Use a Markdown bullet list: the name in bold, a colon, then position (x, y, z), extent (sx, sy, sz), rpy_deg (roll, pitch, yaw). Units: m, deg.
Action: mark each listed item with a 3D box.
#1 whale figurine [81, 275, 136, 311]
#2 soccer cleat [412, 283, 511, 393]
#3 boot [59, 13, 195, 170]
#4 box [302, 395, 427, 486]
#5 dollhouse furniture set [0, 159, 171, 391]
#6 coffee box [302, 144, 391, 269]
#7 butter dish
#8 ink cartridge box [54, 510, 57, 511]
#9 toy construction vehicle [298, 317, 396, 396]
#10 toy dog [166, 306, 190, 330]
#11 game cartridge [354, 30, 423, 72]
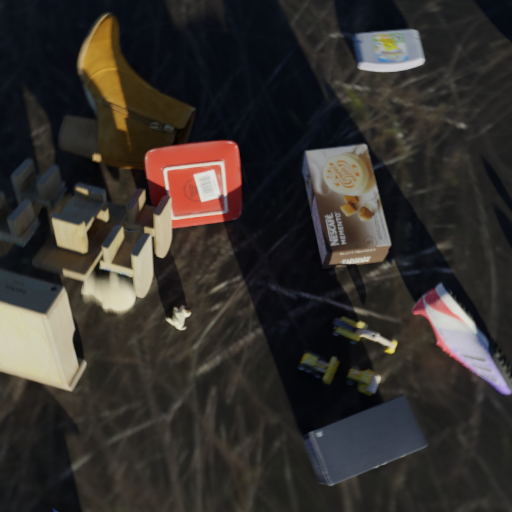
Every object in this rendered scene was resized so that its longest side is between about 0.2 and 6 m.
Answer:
- **whale figurine**: position (-2.146, 0.492, 8.216), extent (0.767, 0.610, 0.398), rpy_deg (15, 31, -11)
- **soccer cleat**: position (2.977, 1.250, 7.969), extent (0.651, 0.606, 1.778), rpy_deg (-39, 83, 22)
- **boot**: position (-1.970, -2.675, 9.345), extent (1.958, 0.962, 2.735), rpy_deg (10, 73, -2)
- **box**: position (1.323, 2.366, 7.141), extent (1.277, 1.163, 0.665), rpy_deg (-20, 70, -7)
- **dollhouse furniture set**: position (-2.710, 0.248, 8.073), extent (2.310, 1.751, 2.636), rpy_deg (15, 47, 6)
- **coffee box**: position (1.348, -0.760, 8.620), extent (0.993, 0.692, 1.736), rpy_deg (-7, 69, -3)
- **butter dish**: position (-0.964, -1.247, 8.664), extent (1.376, 1.380, 1.020), rpy_deg (-7, 36, -6)
- **ink cartridge box**: position (-2.686, 4.047, 6.947), extent (0.873, 0.307, 1.463), rpy_deg (36, 76, 13)
- **toy construction vehicle**: position (1.300, 1.390, 7.935), extent (1.133, 0.399, 0.987), rpy_deg (26, 71, 10)
- **toy dog**: position (-1.107, 0.886, 8.232), extent (0.325, 0.234, 0.335), rpy_deg (39, 73, 1)
- **game cartridge**: position (2.379, -3.667, 10.035), extent (1.156, 0.234, 0.770), rpy_deg (-6, 72, -2)
